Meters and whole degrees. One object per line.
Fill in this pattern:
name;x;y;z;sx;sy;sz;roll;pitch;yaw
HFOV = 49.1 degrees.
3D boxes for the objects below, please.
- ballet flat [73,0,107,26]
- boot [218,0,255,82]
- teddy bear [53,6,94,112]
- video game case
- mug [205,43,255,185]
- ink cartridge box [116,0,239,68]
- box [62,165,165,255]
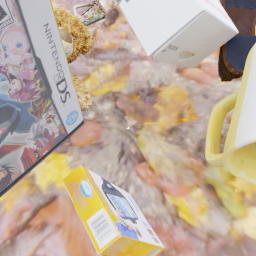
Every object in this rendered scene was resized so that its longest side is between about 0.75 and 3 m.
ballet flat;-1.127;-2.328;6.015;1.546;0.494;0.585;-39;29;-30
boot;2.320;-2.255;6.121;0.953;1.236;2.550;8;82;3
teddy bear;-1.625;-0.756;4.699;2.749;0.918;1.993;-42;100;0
video game case;-1.825;-0.079;3.224;0.371;2.632;2.912;31;59;25
mug;2.257;-0.377;4.035;2.562;2.051;2.103;-1;61;29
ink cartridge box;0.614;-2.550;5.031;1.935;1.116;2.666;-10;69;-55
box;-0.100;1.289;4.008;0.379;1.826;1.087;-41;55;4
